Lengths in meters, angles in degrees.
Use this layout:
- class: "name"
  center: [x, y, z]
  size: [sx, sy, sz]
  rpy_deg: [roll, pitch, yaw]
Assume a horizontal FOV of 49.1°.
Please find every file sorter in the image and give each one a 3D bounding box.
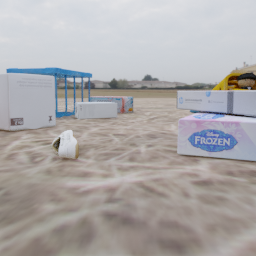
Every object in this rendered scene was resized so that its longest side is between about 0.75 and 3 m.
- class: "file sorter"
  center: [-2.812, -1.317, 10.658]
  size: [1.958, 1.731, 2.821]
  rpy_deg: [2, 7, 17]

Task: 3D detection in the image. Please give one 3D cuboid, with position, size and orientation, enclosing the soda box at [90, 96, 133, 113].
- class: "soda box"
  center: [-0.825, -1.094, 12.918]
  size: [2.287, 0.727, 0.782]
  rpy_deg: [7, 10, 41]

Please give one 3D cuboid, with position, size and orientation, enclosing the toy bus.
- class: "toy bus"
  center: [3.448, -1.117, 8.723]
  size: [2.575, 1.330, 2.429]
  rpy_deg: [-7, -14, 43]

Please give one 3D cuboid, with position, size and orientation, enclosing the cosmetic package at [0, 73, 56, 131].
- class: "cosmetic package"
  center: [-2.864, -0.681, 7.147]
  size: [1.603, 1.323, 1.322]
  rpy_deg: [5, 9, 36]

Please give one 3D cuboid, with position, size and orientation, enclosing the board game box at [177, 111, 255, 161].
- class: "board game box"
  center: [2.387, 0.041, 4.547]
  size: [2.601, 0.536, 2.607]
  rpy_deg: [3, 8, 23]

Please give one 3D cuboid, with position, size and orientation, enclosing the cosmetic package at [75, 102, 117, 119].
- class: "cosmetic package"
  center: [-1.135, -0.633, 9.926]
  size: [1.391, 0.564, 0.785]
  rpy_deg: [-1, 7, -19]

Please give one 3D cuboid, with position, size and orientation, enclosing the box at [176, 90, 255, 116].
- class: "box"
  center: [1.986, -0.465, 4.846]
  size: [1.463, 0.386, 1.876]
  rpy_deg: [-3, 7, -25]

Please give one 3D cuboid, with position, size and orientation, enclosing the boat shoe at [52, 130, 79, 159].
- class: "boat shoe"
  center: [-0.934, 0.219, 4.024]
  size: [0.317, 0.324, 0.914]
  rpy_deg: [-2, 9, -20]
